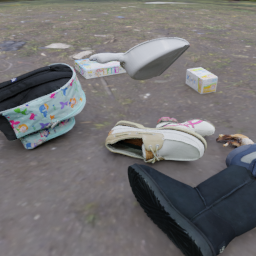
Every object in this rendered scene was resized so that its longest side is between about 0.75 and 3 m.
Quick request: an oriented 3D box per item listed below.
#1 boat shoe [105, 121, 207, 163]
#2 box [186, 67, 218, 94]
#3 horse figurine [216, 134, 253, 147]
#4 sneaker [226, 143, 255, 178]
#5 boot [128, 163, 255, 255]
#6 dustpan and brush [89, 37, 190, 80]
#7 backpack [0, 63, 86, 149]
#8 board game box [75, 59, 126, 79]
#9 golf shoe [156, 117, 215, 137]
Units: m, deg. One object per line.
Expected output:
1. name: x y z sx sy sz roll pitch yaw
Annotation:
1. boat shoe: 0.726 0.545 8.102 2.911 1.088 0.996 7 36 26
2. box: 3.360 -2.189 12.869 0.794 0.715 1.412 -11 33 -15
3. horse figurine: 3.502 0.534 8.570 1.110 0.418 1.676 -2 23 -27
4. sneaker: 4.040 1.049 7.195 2.822 0.990 1.157 1 28 3
5. boot: 1.612 1.457 6.397 2.322 1.055 2.763 -23 44 -27
6. dustpan and brush: 0.113 -1.143 4.693 1.602 1.118 0.458 -22 80 -33
7. backpack: -2.784 -0.848 9.033 2.797 2.106 2.483 -32 37 -9
8. board game box: -1.273 -3.343 15.046 2.727 0.467 1.833 -14 33 -22
9. golf shoe: 1.843 0.146 9.116 1.899 0.690 0.875 1 44 15
